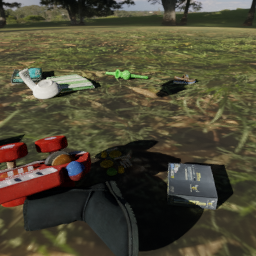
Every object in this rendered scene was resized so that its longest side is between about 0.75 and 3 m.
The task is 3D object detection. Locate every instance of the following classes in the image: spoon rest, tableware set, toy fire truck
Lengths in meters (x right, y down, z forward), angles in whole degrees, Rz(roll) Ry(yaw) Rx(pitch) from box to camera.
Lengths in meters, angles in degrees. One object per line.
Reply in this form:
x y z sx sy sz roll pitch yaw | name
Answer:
-3.833 -1.847 12.196 2.356 0.714 1.171 32 54 32 | spoon rest
-0.376 0.834 6.895 0.686 0.156 1.018 -14 29 -22 | tableware set
-1.554 0.828 5.145 1.975 1.107 1.659 -12 9 -30 | toy fire truck

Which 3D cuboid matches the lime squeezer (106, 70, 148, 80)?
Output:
-0.240 -2.808 14.524 2.461 0.464 0.869 10 26 23 | lime squeezer

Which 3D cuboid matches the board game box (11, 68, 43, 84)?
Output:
-5.177 -2.711 14.468 1.456 0.303 2.152 -7 25 -15 | board game box

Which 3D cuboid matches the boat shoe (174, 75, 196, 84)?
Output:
2.769 -2.366 13.594 1.091 0.395 0.394 -4 25 -8 | boat shoe

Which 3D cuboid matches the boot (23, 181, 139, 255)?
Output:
-0.837 1.511 4.591 1.661 0.755 1.977 -4 18 -16 | boot

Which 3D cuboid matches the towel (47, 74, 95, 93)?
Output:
-2.778 -2.146 13.307 1.743 0.267 2.285 -14 27 -28 | towel

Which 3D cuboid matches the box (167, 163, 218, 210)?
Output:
1.317 1.180 5.905 0.943 0.305 1.196 5 25 8 | box
